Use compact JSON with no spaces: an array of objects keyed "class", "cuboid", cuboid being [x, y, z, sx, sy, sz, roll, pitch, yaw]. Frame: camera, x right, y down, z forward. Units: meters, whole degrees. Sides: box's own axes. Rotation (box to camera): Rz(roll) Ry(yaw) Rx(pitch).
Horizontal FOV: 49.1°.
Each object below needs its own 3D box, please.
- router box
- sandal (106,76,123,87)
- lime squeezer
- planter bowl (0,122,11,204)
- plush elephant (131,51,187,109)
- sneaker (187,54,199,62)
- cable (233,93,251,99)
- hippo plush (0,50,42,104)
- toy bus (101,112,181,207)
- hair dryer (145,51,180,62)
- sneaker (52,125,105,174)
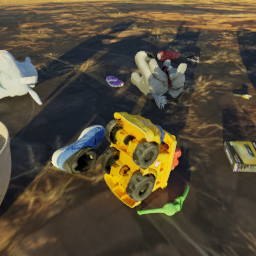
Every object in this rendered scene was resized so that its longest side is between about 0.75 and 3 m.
[{"class":"router box","cuboid":[3.428,0.820,8.231,0.929,0.309,1.181,1,30,2]},{"class":"sandal","cuboid":[-0.709,-2.287,13.430,0.560,0.338,1.377,-28,35,-19]},{"class":"lime squeezer","cuboid":[1.053,1.815,6.677,1.598,0.301,0.564,-20,5,-28]},{"class":"planter bowl","cuboid":[-3.862,1.251,5.854,2.944,1.981,2.944,0,30,0]},{"class":"plush elephant","cuboid":[1.509,-2.138,11.772,1.884,2.005,2.434,-26,67,-16]},{"class":"sneaker","cuboid":[3.951,-4.291,16.883,0.343,0.397,0.907,-20,36,-30]},{"class":"cable","cuboid":[4.997,-1.439,12.211,0.377,0.196,0.777,-24,38,-34]},{"class":"hippo plush","cuboid":[-4.841,-2.473,12.029,2.733,2.177,2.198,2,31,4]},{"class":"toy bus","cuboid":[0.533,0.613,6.972,2.008,2.092,1.420,-13,35,-34]},{"class":"hair dryer","cuboid":[2.019,-4.510,17.039,2.321,0.631,1.768,7,30,9]},{"class":"sneaker","cuboid":[-1.113,0.629,8.096,1.083,0.747,1.946,18,38,38]}]
